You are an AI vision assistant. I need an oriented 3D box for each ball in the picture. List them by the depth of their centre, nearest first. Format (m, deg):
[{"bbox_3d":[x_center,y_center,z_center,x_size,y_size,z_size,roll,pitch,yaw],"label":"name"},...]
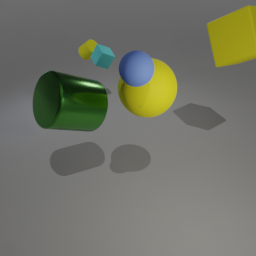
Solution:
[{"bbox_3d":[0.167,-1.162,5.503,0.700,0.700,0.700,0,32,0],"label":"ball"},{"bbox_3d":[0.458,-0.950,6.660,1.400,1.400,1.400,0,32,0],"label":"ball"}]

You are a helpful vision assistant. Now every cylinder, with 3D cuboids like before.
[{"bbox_3d":[-1.467,-0.637,7.130,1.400,1.400,1.400,5,21,-45],"label":"cylinder"},{"bbox_3d":[-1.790,-3.581,12.839,0.700,0.700,0.700,-21,14,42],"label":"cylinder"}]

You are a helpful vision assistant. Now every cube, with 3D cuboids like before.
[{"bbox_3d":[3.541,-2.807,8.722,1.400,1.400,1.400,-17,6,-41],"label":"cube"},{"bbox_3d":[-1.118,-3.146,12.346,0.700,0.700,0.700,7,42,-39],"label":"cube"}]
